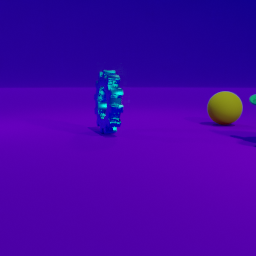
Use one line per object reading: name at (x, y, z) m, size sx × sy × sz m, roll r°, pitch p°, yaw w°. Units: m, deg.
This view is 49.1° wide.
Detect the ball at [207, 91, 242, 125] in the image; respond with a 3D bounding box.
ball at (3.177, -0.649, 9.221) m, size 1.099 × 1.099 × 1.099 m, roll 0°, pitch 9°, yaw 0°

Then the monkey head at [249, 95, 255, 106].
monkey head at (3.540, -0.393, 6.102) m, size 1.831 × 1.103 × 1.317 m, roll 32°, pitch 62°, yaw 26°

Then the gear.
gear at (-0.559, -0.690, 7.592) m, size 0.313 × 1.691 × 1.691 m, roll -2°, pitch 9°, yaw -21°
